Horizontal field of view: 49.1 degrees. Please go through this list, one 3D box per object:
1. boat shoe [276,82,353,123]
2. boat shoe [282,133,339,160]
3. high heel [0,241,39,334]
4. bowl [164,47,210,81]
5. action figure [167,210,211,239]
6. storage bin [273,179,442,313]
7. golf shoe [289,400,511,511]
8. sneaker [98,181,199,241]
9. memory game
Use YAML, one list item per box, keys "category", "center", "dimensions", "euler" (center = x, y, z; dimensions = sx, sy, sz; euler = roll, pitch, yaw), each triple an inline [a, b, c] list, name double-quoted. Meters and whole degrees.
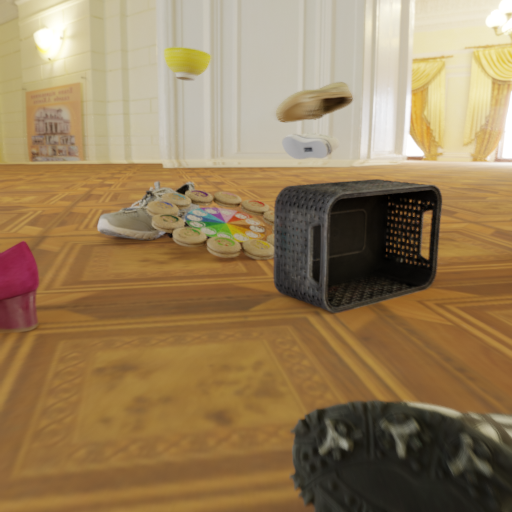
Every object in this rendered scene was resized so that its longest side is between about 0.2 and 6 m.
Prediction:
- category: "boat shoe"
  center: [1.381, -3.616, 13.454]
  dimensions: [1.853, 0.660, 0.598]
  euler: [-20, 46, 7]
- category: "boat shoe"
  center: [1.241, -2.530, 12.660]
  dimensions: [0.550, 0.558, 1.575]
  euler: [-30, 25, -28]
- category: "high heel"
  center: [-4.076, 0.412, 7.179]
  dimensions: [2.474, 1.189, 0.834]
  euler: [-3, 13, -14]
- category: "bowl"
  center: [-1.758, -4.795, 14.153]
  dimensions: [1.181, 0.635, 1.181]
  euler: [5, 7, -1]
- category: "action figure"
  center: [-1.475, -0.732, 13.198]
  dimensions: [1.605, 0.819, 0.954]
  euler: [13, 23, 36]
- category: "storage bin"
  center: [1.631, -0.251, 8.882]
  dimensions: [2.578, 1.743, 1.209]
  euler: [-9, 16, -35]
- category: "golf shoe"
  center: [1.539, 1.469, 3.555]
  dimensions: [2.623, 1.020, 1.239]
  euler: [6, -5, 20]
- category: "sneaker"
  center: [-2.646, -1.178, 13.908]
  dimensions: [1.215, 1.333, 3.251]
  euler: [7, 15, 30]
- category: "memory game"
  center: [-0.653, -0.793, 12.554]
  dimensions: [3.531, 0.225, 3.531]
  euler: [10, 24, -5]
